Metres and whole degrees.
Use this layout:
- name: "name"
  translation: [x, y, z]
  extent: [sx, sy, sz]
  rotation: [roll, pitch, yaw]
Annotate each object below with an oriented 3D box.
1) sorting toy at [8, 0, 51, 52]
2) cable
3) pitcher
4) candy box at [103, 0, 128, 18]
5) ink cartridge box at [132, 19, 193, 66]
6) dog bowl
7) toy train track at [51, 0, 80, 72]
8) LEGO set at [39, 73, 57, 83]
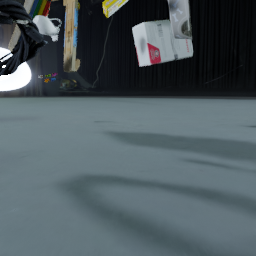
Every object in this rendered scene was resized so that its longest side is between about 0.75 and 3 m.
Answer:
- name: "sorting toy"
  translation: [-3.484, -3.604, 10.048]
  extent: [0.754, 2.154, 2.167]
  rotation: [21, 0, -22]
- name: "cable"
  translation: [-2.457, -1.486, 4.912]
  extent: [1.809, 0.459, 1.476]
  rotation: [-22, -25, 12]
- name: "pitcher"
  translation: [-2.422, -3.119, 8.456]
  extent: [0.479, 0.678, 0.791]
  rotation: [15, -6, 42]
- name: "candy box"
  translation: [-0.350, -4.513, 9.911]
  extent: [1.213, 0.314, 2.374]
  rotation: [-36, 15, 6]
- name: "ink cartridge box"
  translation: [1.468, -3.557, 11.606]
  extent: [2.231, 1.620, 0.930]
  rotation: [-17, 12, -28]
- name: "dog bowl"
  translation: [1.576, -3.597, 8.451]
  extent: [0.556, 1.895, 1.895]
  rotation: [-4, 7, 16]
- name: "toy train track"
  translation: [-1.191, -2.664, 6.558]
  extent: [1.561, 2.721, 0.443]
  rotation: [4, 2, 40]
- name: "LEGO set"
  translation: [-3.530, -2.185, 12.378]
  extent: [0.821, 0.313, 0.337]
  rotation: [-17, 0, -32]
